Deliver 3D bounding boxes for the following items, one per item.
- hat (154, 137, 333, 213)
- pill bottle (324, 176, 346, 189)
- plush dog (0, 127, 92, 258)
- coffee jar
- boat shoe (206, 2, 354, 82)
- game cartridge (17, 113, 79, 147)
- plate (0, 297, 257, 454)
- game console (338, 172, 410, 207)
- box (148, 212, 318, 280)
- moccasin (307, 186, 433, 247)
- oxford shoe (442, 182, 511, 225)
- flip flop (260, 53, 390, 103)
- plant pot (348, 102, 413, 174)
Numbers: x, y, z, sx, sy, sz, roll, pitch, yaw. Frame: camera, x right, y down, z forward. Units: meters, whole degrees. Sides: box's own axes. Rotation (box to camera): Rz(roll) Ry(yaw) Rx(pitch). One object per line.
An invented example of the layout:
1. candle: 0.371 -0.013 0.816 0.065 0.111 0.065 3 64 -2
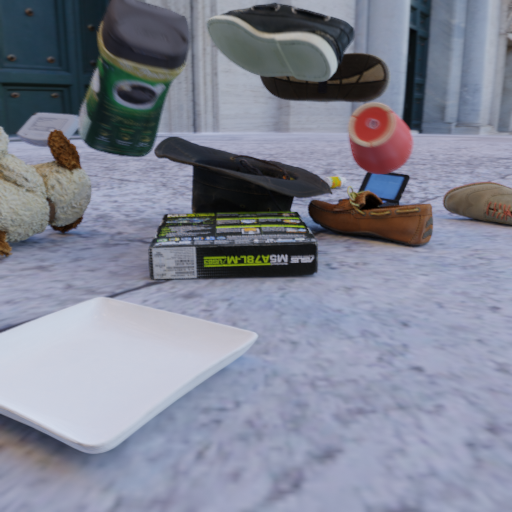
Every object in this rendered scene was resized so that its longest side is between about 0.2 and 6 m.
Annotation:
1. hat: -0.343 -1.222 11.201 3.605 1.454 3.605 14 19 -5
2. pill bottle: 2.365 -2.199 16.772 0.642 0.357 0.357 -8 17 -28
3. plush dog: -3.988 -1.057 10.070 2.148 2.501 2.006 -23 59 -34
4. coffee jar: -1.550 -2.182 7.009 1.043 0.854 2.001 6 -33 -25
5. boat shoe: 0.356 -3.538 8.900 0.944 1.064 2.847 -48 43 -14
6. game cartridge: -3.934 -2.386 10.618 1.141 0.231 0.760 10 53 25
7. plate: -1.439 1.004 5.142 2.193 0.355 2.198 10 18 29
8. game console: 2.916 -1.652 13.973 1.198 0.793 1.362 -12 19 -38
9. box: -0.390 -0.243 9.275 2.524 0.600 2.438 -2 13 -4
10. moccasin: 2.103 -0.852 10.674 0.938 0.990 2.564 -14 21 -42
11. oxford shoe: 5.172 -1.068 11.818 2.360 0.831 0.882 5 20 18
12. flip flop: 1.491 -4.119 12.671 3.238 1.313 0.932 14 18 26
13. plant pot: 2.304 -2.303 10.700 1.239 1.239 1.096 7 -8 24
